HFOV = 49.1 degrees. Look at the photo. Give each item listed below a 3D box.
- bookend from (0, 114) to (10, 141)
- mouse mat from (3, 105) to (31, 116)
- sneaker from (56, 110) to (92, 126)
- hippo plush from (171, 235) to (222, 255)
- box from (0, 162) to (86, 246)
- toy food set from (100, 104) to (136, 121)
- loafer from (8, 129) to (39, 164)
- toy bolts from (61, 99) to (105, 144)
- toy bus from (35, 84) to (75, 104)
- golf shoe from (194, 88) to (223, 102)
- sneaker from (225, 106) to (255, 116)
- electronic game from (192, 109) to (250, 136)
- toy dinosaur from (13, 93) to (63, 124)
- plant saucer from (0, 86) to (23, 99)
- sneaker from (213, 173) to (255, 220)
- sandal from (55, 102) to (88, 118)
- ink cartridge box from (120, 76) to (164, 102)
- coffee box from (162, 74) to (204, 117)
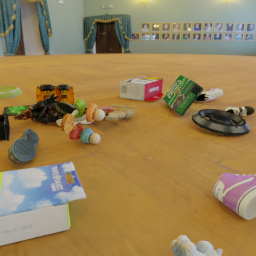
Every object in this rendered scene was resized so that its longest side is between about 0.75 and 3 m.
[{"bbox_3d":[-5.019,0.024,10.067,1.368,0.630,1.360,-7,20,-18],"label":"bookend"},{"bbox_3d":[-5.270,-0.860,13.522,1.382,0.065,1.717,-7,19,-19],"label":"mouse mat"},{"bbox_3d":[-2.196,-0.466,11.401,1.491,0.686,0.564,-11,21,-27],"label":"sneaker"},{"bbox_3d":[1.132,1.982,4.330,0.681,0.674,0.847,-8,20,-21],"label":"hippo plush"},{"bbox_3d":[-2.439,1.509,5.639,2.926,0.697,1.784,-7,20,-19],"label":"box"},{"bbox_3d":[-0.724,-0.560,11.836,1.712,0.424,2.694,8,15,22],"label":"toy food set"},{"bbox_3d":[-3.205,0.657,8.480,0.628,0.718,1.997,-41,17,9],"label":"loafer"},{"bbox_3d":[-1.411,-0.001,9.139,0.993,1.431,1.367,18,40,14],"label":"toy bolts"},{"bbox_3d":[-3.659,-1.488,13.928,1.803,1.223,1.731,-4,3,-19],"label":"toy bus"},{"bbox_3d":[4.300,-1.691,15.097,1.824,0.662,0.840,-11,24,-5],"label":"golf shoe"},{"bbox_3d":[4.958,-0.706,12.509,1.254,0.464,0.555,0,17,32],"label":"sneaker"},{"bbox_3d":[3.645,-0.237,11.043,2.235,0.465,2.235,5,24,-2],"label":"electronic game"},{"bbox_3d":[-3.622,-0.605,11.730,1.638,1.233,2.414,-4,33,35],"label":"toy dinosaur"},{"bbox_3d":[-7.650,-2.184,16.867,2.435,0.378,2.435,0,18,0],"label":"plant saucer"},{"bbox_3d":[2.901,1.236,6.409,2.116,0.767,1.207,-10,18,-27],"label":"sneaker"},{"bbox_3d":[-2.276,-0.706,12.153,1.849,0.734,0.528,12,19,4],"label":"sandal"},{"bbox_3d":[1.061,-2.306,16.240,2.097,1.001,2.388,12,22,29],"label":"ink cartridge box"},{"bbox_3d":[2.522,-1.636,13.441,0.574,1.606,2.611,33,14,-15],"label":"coffee box"}]
